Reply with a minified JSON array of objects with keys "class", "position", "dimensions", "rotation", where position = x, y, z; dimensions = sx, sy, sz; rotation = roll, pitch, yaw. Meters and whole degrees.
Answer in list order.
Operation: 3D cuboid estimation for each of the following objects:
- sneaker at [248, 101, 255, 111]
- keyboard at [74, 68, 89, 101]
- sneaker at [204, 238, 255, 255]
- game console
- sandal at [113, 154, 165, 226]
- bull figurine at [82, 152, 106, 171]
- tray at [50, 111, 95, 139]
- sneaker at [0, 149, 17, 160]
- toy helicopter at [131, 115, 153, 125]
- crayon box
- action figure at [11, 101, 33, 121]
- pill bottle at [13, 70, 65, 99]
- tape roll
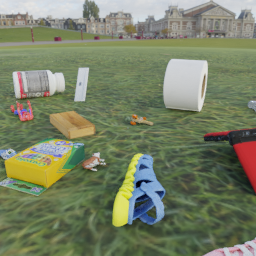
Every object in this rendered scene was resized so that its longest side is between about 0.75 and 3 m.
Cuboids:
[{"class":"sneaker","position":[6.005,-0.994,12.626],"dimensions":[0.679,0.432,1.191],"rotation":[2,20,-4]},{"class":"keyboard","position":[-1.603,-1.522,9.703],"dimensions":[0.367,1.305,0.070],"rotation":[-2,-22,14]},{"class":"sneaker","position":[2.022,1.839,4.153],"dimensions":[2.033,1.063,0.765],"rotation":[-1,22,1]},{"class":"game console","position":[3.865,0.770,7.660],"dimensions":[2.754,1.635,2.374],"rotation":[-5,-3,-14]},{"class":"sandal","position":[0.344,1.321,5.991],"dimensions":[0.954,0.871,2.192],"rotation":[11,29,7]},{"class":"bull figurine","position":[-0.913,0.927,7.698],"dimensions":[0.488,0.262,0.804],"rotation":[10,23,24]},{"class":"tray","position":[-2.125,-0.171,10.491],"dimensions":[1.004,0.377,2.035],"rotation":[-13,25,-30]},{"class":"sneaker","position":[-3.442,0.740,8.102],"dimensions":[0.857,0.330,0.325],"rotation":[13,26,33]},{"class":"toy helicopter","position":[0.563,-0.275,10.970],"dimensions":[0.891,0.352,0.590],"rotation":[17,15,13]},{"class":"crayon box","position":[-2.208,0.907,7.372],"dimensions":[1.283,0.526,2.041],"rotation":[8,23,22]},{"class":"action figure","position":[-4.411,-0.855,11.633],"dimensions":[0.610,0.926,1.870],"rotation":[-14,27,-32]},{"class":"pill bottle","position":[-4.706,-2.347,14.858],"dimensions":[2.494,1.380,1.380],"rotation":[-8,22,-22]},{"class":"tape roll","position":[2.612,-1.925,12.523],"dimensions":[1.530,2.228,2.228],"rotation":[8,22,21]}]
